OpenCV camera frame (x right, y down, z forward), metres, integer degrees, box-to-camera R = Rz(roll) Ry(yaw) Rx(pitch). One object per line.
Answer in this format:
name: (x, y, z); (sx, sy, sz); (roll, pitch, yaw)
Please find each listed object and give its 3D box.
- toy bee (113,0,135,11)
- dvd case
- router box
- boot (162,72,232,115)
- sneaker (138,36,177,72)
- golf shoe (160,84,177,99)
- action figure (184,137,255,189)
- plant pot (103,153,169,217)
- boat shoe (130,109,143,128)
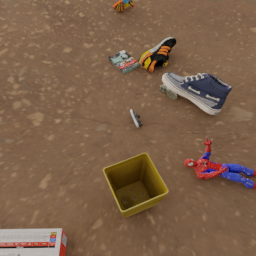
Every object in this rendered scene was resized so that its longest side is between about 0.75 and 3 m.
toy bee: (-0.024, -6.607, 14.798); (1.509, 0.820, 0.988); (-35, 36, 12)
dvd case: (-0.183, -2.927, 12.309); (0.916, 0.138, 1.255); (-30, 59, -21)
router box: (-3.068, 3.801, 6.784); (2.797, 0.683, 2.511); (0, 52, 0)
boot: (2.560, -1.695, 10.555); (2.647, 1.196, 0.963); (36, 39, 21)
sneaker: (1.484, -3.123, 12.172); (2.165, 0.757, 0.974); (-36, 75, -24)
golf shoe: (1.676, -1.488, 11.090); (0.433, 0.348, 0.890); (-32, 60, -29)
action figure: (3.115, 1.139, 8.498); (2.713, 1.343, 0.885); (9, 53, 10)
plant pot: (0.182, 1.771, 8.017); (1.379, 1.216, 1.379); (-19, 55, -15)
boat shoe: (0.321, -0.376, 10.182); (0.276, 0.292, 0.835); (-23, 52, 2)
